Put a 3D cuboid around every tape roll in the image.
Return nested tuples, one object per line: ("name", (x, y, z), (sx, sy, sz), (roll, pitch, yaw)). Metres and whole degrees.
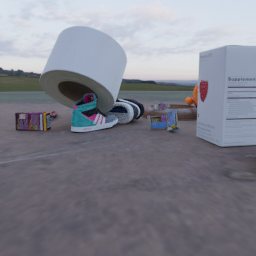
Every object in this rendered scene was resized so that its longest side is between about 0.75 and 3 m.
("tape roll", (-1.538, -1.991, 10.085), (2.738, 1.880, 2.738), (13, -23, 6))

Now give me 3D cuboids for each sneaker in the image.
("sneaker", (-1.132, -0.590, 9.650), (0.848, 1.225, 2.028), (7, 13, 38))
("sneaker", (-0.717, -0.813, 11.868), (2.998, 1.095, 1.677), (16, 16, 31))

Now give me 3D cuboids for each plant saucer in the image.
("plant saucer", (2.064, -0.781, 13.100), (2.882, 0.527, 2.882), (-1, 9, 0))

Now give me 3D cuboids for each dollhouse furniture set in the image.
("dollhouse furniture set", (1.162, -0.388, 9.210), (0.692, 1.001, 1.061), (-4, -1, -21))

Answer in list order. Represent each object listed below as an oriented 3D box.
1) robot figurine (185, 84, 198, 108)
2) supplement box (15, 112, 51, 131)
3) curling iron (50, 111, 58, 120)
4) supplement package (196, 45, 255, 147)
("robot figurine", (3.858, -1.472, 13.416), (1.533, 1.891, 2.629), (48, 8, 14))
("supplement box", (-3.220, -0.235, 9.513), (1.077, 0.594, 0.461), (2, 9, 6))
("curling iron", (-3.473, -0.620, 12.759), (0.569, 0.293, 2.296), (-1, 10, -3))
("supplement package", (2.856, -0.875, 7.590), (1.489, 2.486, 1.507), (-2, 9, -11))
